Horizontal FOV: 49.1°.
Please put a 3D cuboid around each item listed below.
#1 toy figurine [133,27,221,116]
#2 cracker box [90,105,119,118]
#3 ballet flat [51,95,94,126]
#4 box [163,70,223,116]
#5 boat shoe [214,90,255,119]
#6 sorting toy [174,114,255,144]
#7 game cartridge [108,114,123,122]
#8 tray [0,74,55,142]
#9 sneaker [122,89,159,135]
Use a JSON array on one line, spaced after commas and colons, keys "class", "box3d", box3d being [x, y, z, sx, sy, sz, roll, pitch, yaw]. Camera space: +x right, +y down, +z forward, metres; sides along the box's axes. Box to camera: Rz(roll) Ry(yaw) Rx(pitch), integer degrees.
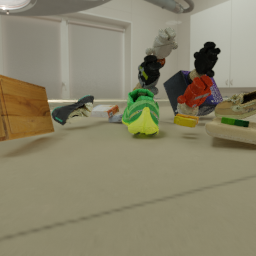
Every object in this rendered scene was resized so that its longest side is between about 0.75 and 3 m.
[{"class": "toy figurine", "box3d": [1.644, -1.850, 9.600, 2.572, 2.613, 1.818, 20, -33, 3]}, {"class": "cracker box", "box3d": [-0.878, -0.618, 10.232, 0.938, 0.271, 0.628, 6, 29, 36]}, {"class": "ballet flat", "box3d": [-1.526, -0.513, 8.670, 0.670, 0.670, 1.834, 5, 22, 33]}, {"class": "box", "box3d": [2.727, -1.387, 11.566, 2.123, 1.571, 1.108, -5, -20, -40]}, {"class": "boat shoe", "box3d": [3.988, -0.918, 8.971, 2.561, 0.803, 0.939, -12, 30, 33]}, {"class": "sorting toy", "box3d": [2.343, -0.069, 6.248, 2.748, 0.368, 2.047, 11, 11, 20]}, {"class": "game cartridge", "box3d": [0.055, -0.404, 10.247, 1.419, 0.287, 0.946, -7, -2, -32]}, {"class": "tray", "box3d": [-2.142, -0.371, 5.712, 0.421, 1.122, 2.276, -11, 2, 3]}, {"class": "sneaker", "box3d": [0.416, -0.485, 7.672, 1.009, 1.138, 2.724, 6, 7, -7]}]
